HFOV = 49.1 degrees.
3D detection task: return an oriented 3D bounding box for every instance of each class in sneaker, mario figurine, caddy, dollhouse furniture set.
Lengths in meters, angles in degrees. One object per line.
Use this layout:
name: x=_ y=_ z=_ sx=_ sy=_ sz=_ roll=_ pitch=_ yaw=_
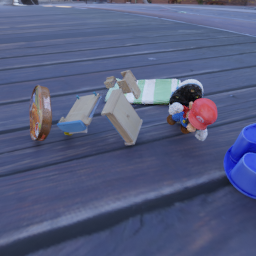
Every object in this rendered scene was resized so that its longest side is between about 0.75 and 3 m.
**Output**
sneaker: x=1.615 y=-0.846 z=7.919 sx=0.857 sy=2.385 sz=0.864 roll=15 pitch=75 yaw=6
mario figurine: x=1.540 y=-0.140 z=7.155 sx=1.155 sy=0.991 sz=1.871 roll=-5 pitch=-6 yaw=-10
caddy: x=3.248 y=0.807 z=6.068 sx=2.180 sy=1.144 sz=1.541 roll=8 pitch=53 yaw=11
dollhouse furniture set: x=-0.731 y=-0.433 z=8.209 sx=1.992 sy=1.300 sz=1.881 roll=-7 pitch=45 yaw=33

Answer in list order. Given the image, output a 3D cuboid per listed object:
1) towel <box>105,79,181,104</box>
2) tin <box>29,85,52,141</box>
towel: x=0.679 y=-1.482 z=10.973 sx=2.835 sy=0.332 sz=2.163 roll=3 pitch=30 yaw=5
tin: x=-2.482 y=-0.438 z=7.931 sx=0.361 sy=0.965 sz=1.724 roll=7 pitch=53 yaw=-31
